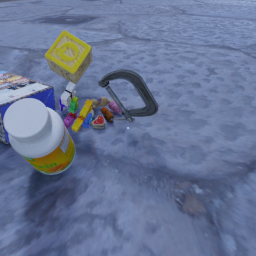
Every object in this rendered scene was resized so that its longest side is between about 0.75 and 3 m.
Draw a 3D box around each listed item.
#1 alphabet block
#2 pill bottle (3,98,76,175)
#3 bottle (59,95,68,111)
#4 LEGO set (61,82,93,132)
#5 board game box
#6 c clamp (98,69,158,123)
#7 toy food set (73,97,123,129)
[{"bbox_3d":[-2.068,-2.470,9.975,1.204,1.232,1.210,30,79,-3],"label":"alphabet block"},{"bbox_3d":[-1.847,0.219,6.008,1.108,1.995,1.108,-1,65,1],"label":"pill bottle"},{"bbox_3d":[-1.999,-0.820,8.755,0.295,0.904,0.378,-2,75,-16],"label":"bottle"},{"bbox_3d":[-1.358,-0.274,7.257,0.728,1.907,0.783,27,67,3],"label":"LEGO set"},{"bbox_3d":[-3.691,-0.735,8.382,2.368,1.147,1.888,19,32,28],"label":"board game box"},{"bbox_3d":[-0.114,-0.745,7.356,1.710,2.002,0.271,2,54,27],"label":"c clamp"},{"bbox_3d":[-0.819,-0.564,8.955,1.220,0.302,1.920,13,36,9],"label":"toy food set"}]
